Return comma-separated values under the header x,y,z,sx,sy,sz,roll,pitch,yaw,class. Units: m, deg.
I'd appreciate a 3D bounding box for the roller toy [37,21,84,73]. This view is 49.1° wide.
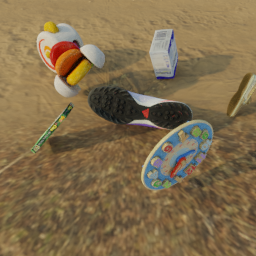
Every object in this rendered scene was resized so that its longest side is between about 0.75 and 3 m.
x,y,z,sx,sy,sz,roll,pitch,yaw,class
-2.391,-2.772,9.859,1.525,1.672,1.168,49,56,0,roller toy

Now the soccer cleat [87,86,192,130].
x,y,z,sx,sy,sz,roll,pitch,yaw,class
0.306,-0.503,7.752,2.842,0.969,1.040,11,3,4,soccer cleat

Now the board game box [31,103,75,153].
x,y,z,sx,sy,sz,roll,pitch,yaw,class
-1.870,-0.005,6.970,0.163,1.392,0.729,39,25,-16,board game box

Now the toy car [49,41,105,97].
x,y,z,sx,sy,sz,roll,pitch,yaw,class
-1.627,-1.908,8.234,1.649,1.413,1.884,-46,13,9,toy car

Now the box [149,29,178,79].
x,y,z,sx,sy,sz,roll,pitch,yaw,class
1.260,-2.507,9.594,0.653,1.245,1.145,2,55,21,box

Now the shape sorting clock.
x,y,z,sx,sy,sz,roll,pitch,yaw,class
1.032,0.599,5.605,1.784,1.784,0.350,-25,52,-25,shape sorting clock

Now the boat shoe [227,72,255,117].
x,y,z,sx,sy,sz,roll,pitch,yaw,class
3.381,-0.901,8.144,0.457,1.377,0.510,23,16,-13,boat shoe
